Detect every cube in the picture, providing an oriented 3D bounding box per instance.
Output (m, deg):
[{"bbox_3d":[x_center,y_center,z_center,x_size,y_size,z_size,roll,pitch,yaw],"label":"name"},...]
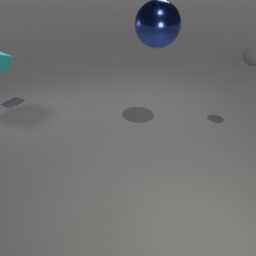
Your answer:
[{"bbox_3d":[-5.226,-2.667,11.226,0.700,0.700,0.700,23,15,19],"label":"cube"}]

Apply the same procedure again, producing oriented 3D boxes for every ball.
[{"bbox_3d":[4.066,-2.333,8.993,0.700,0.700,0.700,0,29,0],"label":"ball"},{"bbox_3d":[0.898,-3.130,8.459,1.400,1.400,1.400,0,29,0],"label":"ball"}]
